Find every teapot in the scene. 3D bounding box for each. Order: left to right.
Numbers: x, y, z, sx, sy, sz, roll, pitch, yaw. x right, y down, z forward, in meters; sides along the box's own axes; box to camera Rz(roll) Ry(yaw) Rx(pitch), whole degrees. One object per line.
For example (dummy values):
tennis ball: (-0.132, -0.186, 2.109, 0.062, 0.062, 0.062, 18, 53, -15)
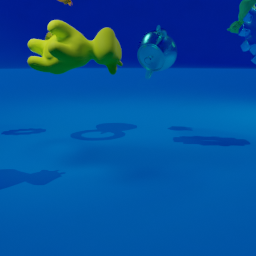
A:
teapot: (0.822, -2.285, 8.413, 1.243, 1.999, 0.979, 29, 51, 13)

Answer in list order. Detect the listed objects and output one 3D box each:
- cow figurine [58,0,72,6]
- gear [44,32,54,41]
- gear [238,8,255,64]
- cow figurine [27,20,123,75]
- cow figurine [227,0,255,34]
cow figurine: (-1.176, -2.910, 5.202, 1.087, 1.070, 0.597, -44, 7, -21)
gear: (-1.789, -2.256, 7.866, 1.115, 1.115, 0.206, 1, 51, 5)
gear: (3.627, -2.281, 6.850, 1.726, 1.726, 0.319, 0, -12, -2)
cow figurine: (-0.813, -1.240, 4.664, 1.329, 0.730, 1.308, -17, -19, 39)
cow figurine: (3.325, -3.223, 8.102, 0.934, 0.949, 0.521, -9, 19, 19)
